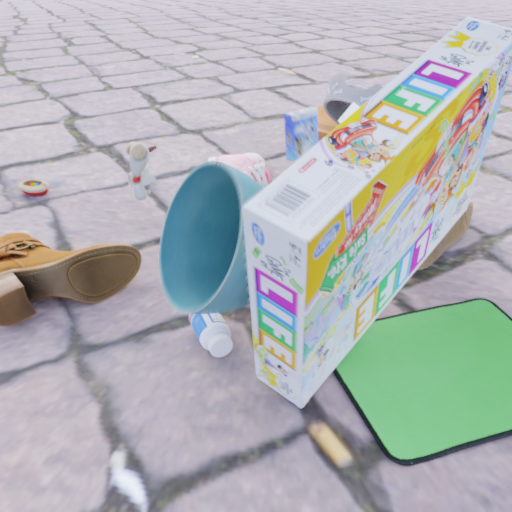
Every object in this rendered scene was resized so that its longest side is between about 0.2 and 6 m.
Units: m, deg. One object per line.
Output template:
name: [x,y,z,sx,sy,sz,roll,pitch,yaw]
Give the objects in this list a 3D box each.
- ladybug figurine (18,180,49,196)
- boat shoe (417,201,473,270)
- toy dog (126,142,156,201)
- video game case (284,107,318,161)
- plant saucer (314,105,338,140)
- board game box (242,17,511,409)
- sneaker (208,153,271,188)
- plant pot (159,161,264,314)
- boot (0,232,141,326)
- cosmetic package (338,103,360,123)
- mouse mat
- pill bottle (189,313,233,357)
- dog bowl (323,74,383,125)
ladybug figurine: [-4.708,-1.434,11.909,0.698,0.251,0.473,10,34,16]
boat shoe: [2.924,-0.462,9.826,0.825,0.915,2.545,21,35,39]
toy dog: [-2.128,-1.683,10.690,0.546,1.134,0.748,-12,43,-20]
video game case: [0.880,-2.342,10.745,0.199,0.874,0.792,18,32,41]
plant saucer: [2.573,-3.732,15.415,2.671,0.431,2.671,0,33,0]
board game box: [1.634,-0.600,7.011,0.769,3.022,4.496,31,57,27]
sneaker: [-0.310,-1.476,11.317,1.292,0.931,2.472,-7,28,-1]
plant pot: [-0.240,-0.134,7.065,1.244,1.847,1.847,12,21,-37]
boot: [-3.302,0.142,8.971,2.497,0.957,1.938,-27,36,-26]
cosmetic package: [2.861,-2.242,11.958,1.769,0.606,2.347,29,21,-26]
mouse mat: [2.543,1.482,7.427,2.993,0.113,2.409,-10,33,-14]
pill bottle: [-0.619,1.039,7.798,0.445,0.445,0.792,-12,35,-19]
dog bowl: [2.530,-3.488,13.426,2.080,2.080,0.610,25,84,34]
